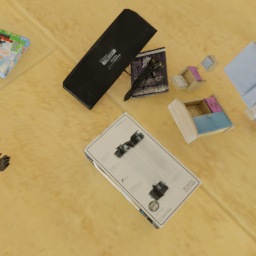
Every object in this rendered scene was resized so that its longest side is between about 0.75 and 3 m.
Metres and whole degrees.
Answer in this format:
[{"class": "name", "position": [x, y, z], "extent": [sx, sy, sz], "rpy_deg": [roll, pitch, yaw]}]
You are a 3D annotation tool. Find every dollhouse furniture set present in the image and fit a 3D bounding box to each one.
[{"class": "dollhouse furniture set", "position": [2.264, -1.139, 6.702], "extent": [1.603, 2.457, 2.320], "rpy_deg": [-11, 66, -37]}]

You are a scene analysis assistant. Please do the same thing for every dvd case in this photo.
[{"class": "dvd case", "position": [0.610, -1.612, 8.170], "extent": [1.103, 0.118, 1.483], "rpy_deg": [-9, 69, 18]}]

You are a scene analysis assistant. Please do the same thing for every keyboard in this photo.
[{"class": "keyboard", "position": [-0.251, -1.743, 7.949], "extent": [1.898, 0.308, 2.987], "rpy_deg": [40, 90, -1]}]

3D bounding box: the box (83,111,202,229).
[{"class": "box", "position": [0.318, 1.015, 7.002], "extent": [2.600, 0.782, 1.516], "rpy_deg": [42, 75, 14]}]

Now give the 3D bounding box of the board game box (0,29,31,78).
[{"class": "board game box", "position": [-3.803, -2.271, 8.381], "extent": [1.111, 0.269, 1.468], "rpy_deg": [20, 64, 5]}]

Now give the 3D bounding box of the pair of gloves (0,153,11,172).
[{"class": "pair of gloves", "position": [-3.292, 0.621, 6.985], "extent": [0.121, 0.873, 0.980], "rpy_deg": [-18, 105, 8]}]
